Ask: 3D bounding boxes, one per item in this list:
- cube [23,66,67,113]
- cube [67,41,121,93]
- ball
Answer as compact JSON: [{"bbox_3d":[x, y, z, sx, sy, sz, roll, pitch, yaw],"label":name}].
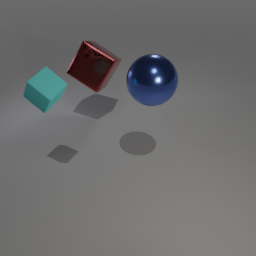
[{"bbox_3d":[-2.072,-0.948,7.005,0.700,0.700,0.700,40,53,-6],"label":"cube"},{"bbox_3d":[-1.287,-2.426,10.950,1.400,1.400,1.400,33,19,-2],"label":"cube"},{"bbox_3d":[0.652,-1.290,7.608,1.400,1.400,1.400,0,33,0],"label":"ball"}]
